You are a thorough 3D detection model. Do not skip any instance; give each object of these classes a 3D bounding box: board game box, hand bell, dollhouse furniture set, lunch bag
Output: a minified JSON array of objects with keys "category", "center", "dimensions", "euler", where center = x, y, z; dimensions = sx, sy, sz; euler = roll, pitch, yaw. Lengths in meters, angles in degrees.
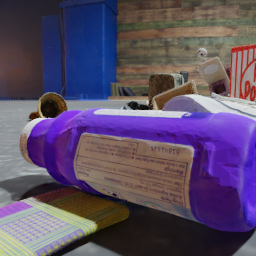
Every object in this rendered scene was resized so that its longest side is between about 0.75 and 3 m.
[{"category":"board game box","center":[2.449,-0.465,4.740],"dimensions":[0.444,1.917,1.452],"euler":[-4,8,-34]},{"category":"hand bell","center":[-3.304,-0.572,10.608],"dimensions":[1.126,1.126,2.163],"euler":[-6,-2,-41]},{"category":"dollhouse furniture set","center":[1.489,-0.808,7.113],"dimensions":[2.365,1.874,1.678],"euler":[-21,-35,27]},{"category":"lunch bag","center":[2.061,-1.721,14.000],"dimensions":[1.504,2.158,1.810],"euler":[5,10,34]}]

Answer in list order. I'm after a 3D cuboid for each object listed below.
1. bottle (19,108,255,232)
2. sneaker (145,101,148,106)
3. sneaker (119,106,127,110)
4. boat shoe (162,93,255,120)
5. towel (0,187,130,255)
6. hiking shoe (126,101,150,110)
[{"category":"bottle","center":[-0.077,0.266,2.766],"dimensions":[2.606,0.851,1.088],"euler":[5,-12,36]},{"category":"sneaker","center":[1.854,-1.232,16.156],"dimensions":[0.849,0.772,1.919],"euler":[14,19,39]},{"category":"sneaker","center":[-0.268,-0.583,11.781],"dimensions":[0.351,0.345,0.912],"euler":[-29,20,22]},{"category":"boat shoe","center":[1.585,0.127,3.406],"dimensions":[1.246,1.079,2.922],"euler":[-3,10,-25]},{"category":"towel","center":[-0.660,0.747,2.213],"dimensions":[0.881,0.140,1.227],"euler":[7,10,39]},{"category":"hiking shoe","center":[0.523,-0.967,13.317],"dimensions":[1.212,0.451,0.526],"euler":[28,-7,-24]}]
